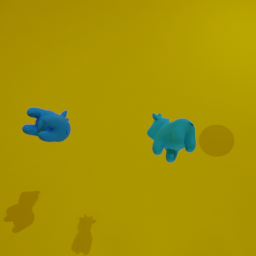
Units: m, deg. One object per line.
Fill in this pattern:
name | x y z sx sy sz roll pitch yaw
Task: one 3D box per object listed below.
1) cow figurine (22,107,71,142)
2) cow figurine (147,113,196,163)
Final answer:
cow figurine | -1.345 -0.042 5.120 1.102 1.084 0.605 19 95 37
cow figurine | 0.661 0.053 4.295 0.512 0.932 0.917 31 50 -21
